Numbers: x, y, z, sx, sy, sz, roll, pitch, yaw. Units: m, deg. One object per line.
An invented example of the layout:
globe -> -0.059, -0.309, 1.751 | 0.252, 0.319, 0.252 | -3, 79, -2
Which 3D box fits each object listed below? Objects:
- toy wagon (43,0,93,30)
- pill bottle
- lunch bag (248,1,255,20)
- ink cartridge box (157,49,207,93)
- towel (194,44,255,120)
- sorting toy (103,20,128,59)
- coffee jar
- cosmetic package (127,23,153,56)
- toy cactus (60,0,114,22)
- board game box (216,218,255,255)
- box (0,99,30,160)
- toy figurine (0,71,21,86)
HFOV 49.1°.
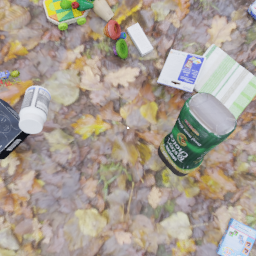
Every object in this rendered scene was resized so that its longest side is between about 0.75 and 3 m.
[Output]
toy wagon -> -2.399, -5.429, 12.197 | 2.443, 0.483, 1.896 | -17, 85, -2
pill bottle -> -3.178, -0.622, 9.553 | 0.883, 0.883, 1.553 | -2, 49, 0
lunch bag -> 5.817, -5.084, 12.204 | 0.890, 0.420, 1.111 | -44, 87, -2
ink cartridge box -> 2.238, -2.362, 11.690 | 1.586, 0.377, 1.605 | 21, 87, 23
towel -> 4.036, -1.939, 11.932 | 2.798, 0.429, 2.087 | 40, 88, 2
sorting toy -> -0.561, -3.725, 11.832 | 0.668, 0.978, 1.627 | -1, 125, 30
coffee jar -> 2.013, 0.354, 8.910 | 1.265, 2.965, 1.546 | -30, 68, -29
cosmetic package -> 0.515, -3.805, 12.098 | 0.548, 0.336, 1.329 | -29, 85, -3
toy cactus -> -1.456, -5.618, 11.768 | 2.372, 1.470, 2.874 | 45, 58, -15
board game box -> 4.382, 4.568, 11.243 | 1.134, 0.274, 1.499 | 27, 85, 3
box -> -5.162, 0.048, 11.298 | 1.758, 1.109, 1.789 | 45, 86, 4
toy figurine -> -5.149, -2.131, 11.771 | 1.073, 0.643, 0.566 | -15, 84, -1
